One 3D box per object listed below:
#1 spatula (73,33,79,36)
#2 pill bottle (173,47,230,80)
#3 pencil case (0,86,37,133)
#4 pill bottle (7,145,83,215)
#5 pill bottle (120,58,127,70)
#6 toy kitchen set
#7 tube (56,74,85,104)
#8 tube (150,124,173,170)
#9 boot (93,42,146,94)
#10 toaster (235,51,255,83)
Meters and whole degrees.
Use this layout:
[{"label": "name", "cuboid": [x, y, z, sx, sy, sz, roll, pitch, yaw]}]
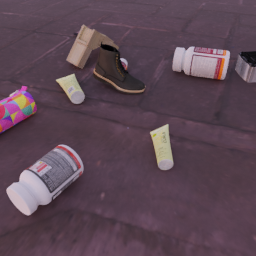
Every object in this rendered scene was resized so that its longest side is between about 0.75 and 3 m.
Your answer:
[{"label": "spatula", "cuboid": [-2.315, -5.461, 16.422, 1.821, 0.187, 0.515, 2, 39, 2]}, {"label": "pill bottle", "cuboid": [3.214, -2.910, 12.410, 2.287, 1.253, 1.253, 11, 40, 14]}, {"label": "pencil case", "cuboid": [-4.322, -0.468, 9.585, 1.070, 1.070, 2.422, 22, 45, 25]}, {"label": "pill bottle", "cuboid": [-2.124, 1.324, 7.317, 1.046, 1.046, 1.806, 24, 45, 27]}, {"label": "pill bottle", "cuboid": [-0.390, -2.664, 12.603, 0.623, 0.623, 1.137, 8, 39, 10]}, {"label": "toy kitchen set", "cuboid": [-2.005, -3.935, 14.083, 1.727, 1.910, 2.117, 33, 9, 30]}, {"label": "tube", "cuboid": [-2.333, -1.705, 11.538, 0.643, 0.575, 2.215, 17, 21, -35]}, {"label": "tube", "cuboid": [1.059, 0.539, 8.786, 0.513, 0.459, 1.767, 9, 37, -7]}, {"label": "boot", "cuboid": [-0.258, -2.350, 11.197, 2.270, 1.570, 0.879, 19, 46, 1]}, {"label": "toaster", "cuboid": [5.693, -2.783, 12.508, 1.569, 0.931, 1.419, -5, 39, -7]}]
